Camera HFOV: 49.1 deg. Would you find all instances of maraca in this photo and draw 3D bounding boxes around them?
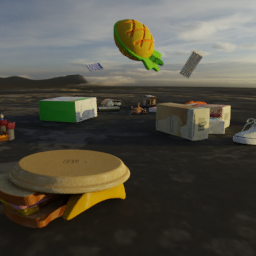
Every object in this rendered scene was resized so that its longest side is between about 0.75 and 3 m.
[{"bbox_3d":[0.438,-3.252,11.029,1.327,2.481,1.701,-37,12,48],"label":"maraca"}]

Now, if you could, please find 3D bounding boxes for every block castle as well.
[{"bbox_3d":[-4.674,0.028,9.079,1.716,0.805,1.146,-10,14,-40],"label":"block castle"}]

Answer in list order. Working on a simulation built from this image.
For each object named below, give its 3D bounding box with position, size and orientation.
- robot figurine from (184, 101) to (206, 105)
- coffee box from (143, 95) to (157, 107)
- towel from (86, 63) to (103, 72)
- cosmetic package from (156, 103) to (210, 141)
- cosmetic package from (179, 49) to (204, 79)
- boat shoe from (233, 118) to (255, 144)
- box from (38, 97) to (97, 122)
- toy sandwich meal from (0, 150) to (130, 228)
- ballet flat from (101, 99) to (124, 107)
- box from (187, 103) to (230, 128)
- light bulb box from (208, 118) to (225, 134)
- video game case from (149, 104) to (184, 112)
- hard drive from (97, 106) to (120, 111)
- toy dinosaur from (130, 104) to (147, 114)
[{"bbox_3d":[3.161,-0.789,13.084,1.544,0.901,1.111,-7,10,-33],"label":"robot figurine"},{"bbox_3d":[1.462,-1.795,18.784,0.503,0.721,1.261,-2,12,-14],"label":"coffee box"},{"bbox_3d":[-1.697,-3.134,14.375,0.761,0.091,0.551,-19,56,-30],"label":"towel"},{"bbox_3d":[1.881,-0.282,10.015,0.735,1.088,2.068,-6,11,-30],"label":"cosmetic package"},{"bbox_3d":[2.561,-2.576,11.308,0.460,1.114,0.282,33,41,4],"label":"cosmetic package"},{"bbox_3d":[4.241,0.007,8.991,2.045,0.872,0.756,-4,12,-22],"label":"boat shoe"},{"bbox_3d":[-2.845,-0.910,13.474,2.098,1.014,1.851,4,13,24],"label":"box"},{"bbox_3d":[-1.022,0.939,4.758,2.215,0.758,2.215,3,8,0],"label":"toy sandwich meal"},{"bbox_3d":[-0.985,-1.635,18.505,1.630,0.555,0.548,-9,23,-34],"label":"ballet flat"},{"bbox_3d":[3.270,-0.517,11.640,1.640,0.893,1.048,8,13,35],"label":"box"},{"bbox_3d":[3.118,-0.079,10.478,0.772,0.482,0.766,0,11,-1],"label":"light bulb box"},{"bbox_3d":[2.878,-1.144,16.612,2.091,0.255,2.925,8,13,36],"label":"video game case"},{"bbox_3d":[-1.169,-1.149,16.770,1.234,0.203,0.861,-2,11,-12],"label":"hard drive"},{"bbox_3d":[0.585,-0.934,15.243,1.026,0.440,0.696,-26,57,-34],"label":"toy dinosaur"}]
